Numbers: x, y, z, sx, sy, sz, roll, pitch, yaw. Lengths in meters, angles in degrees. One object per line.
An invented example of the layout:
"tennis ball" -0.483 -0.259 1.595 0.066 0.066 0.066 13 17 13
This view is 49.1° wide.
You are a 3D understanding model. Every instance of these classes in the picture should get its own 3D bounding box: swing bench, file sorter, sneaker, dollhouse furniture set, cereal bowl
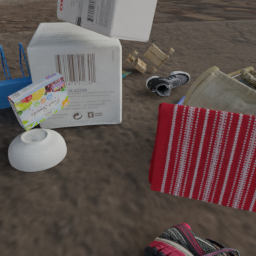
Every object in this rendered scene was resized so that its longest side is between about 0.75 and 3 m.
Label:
"swing bench" 2.966 -0.541 7.053 2.199 1.426 2.187 -4 35 -33
"file sorter" -4.172 -1.465 8.377 2.361 1.638 1.448 -16 77 -24
"sneaker" 1.369 2.101 3.730 2.440 0.984 0.911 27 39 37
"dollhouse furniture set" 0.896 -3.098 11.549 1.313 1.539 0.752 35 29 -17
"sneaker" 1.520 -1.531 9.972 1.634 0.617 0.930 -10 33 -6
"cereal bowl" -2.223 0.417 6.833 1.379 0.574 1.379 0 31 0

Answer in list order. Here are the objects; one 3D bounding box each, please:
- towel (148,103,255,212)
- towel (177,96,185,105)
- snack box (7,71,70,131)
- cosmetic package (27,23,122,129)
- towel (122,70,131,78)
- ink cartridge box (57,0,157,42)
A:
"towel" 1.305 0.443 4.012 1.978 1.431 0.222 10 21 13
"towel" 2.503 -0.478 8.569 2.229 0.266 1.614 16 34 24
"snack box" -1.804 -0.564 5.821 1.137 0.808 0.301 -38 58 -27
"cosmetic package" -1.506 -1.757 8.604 2.396 2.382 2.864 -4 33 -6
"towel" -0.295 -2.235 11.583 0.578 0.085 0.788 18 35 27
"ink cartridge box" -0.531 -3.156 6.277 1.079 1.868 2.559 -7 30 -37
